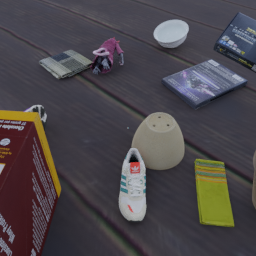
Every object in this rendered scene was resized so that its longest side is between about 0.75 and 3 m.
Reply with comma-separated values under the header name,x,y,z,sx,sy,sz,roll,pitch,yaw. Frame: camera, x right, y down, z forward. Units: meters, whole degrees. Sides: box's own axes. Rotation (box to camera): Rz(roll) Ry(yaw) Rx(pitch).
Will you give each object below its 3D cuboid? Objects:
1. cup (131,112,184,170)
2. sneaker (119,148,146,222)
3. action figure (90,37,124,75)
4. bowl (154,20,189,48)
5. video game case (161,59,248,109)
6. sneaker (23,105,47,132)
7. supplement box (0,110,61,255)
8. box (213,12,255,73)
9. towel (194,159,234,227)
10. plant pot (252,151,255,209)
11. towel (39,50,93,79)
name,x,y,z,sx,sy,sz,roll,pitch,yaw
cup,0.888,0.225,7.954,1.571,1.124,1.571,0,44,0
sneaker,0.112,1.340,6.981,0.670,0.890,1.904,1,44,0
action figure,-0.891,-3.071,11.193,1.288,1.432,1.923,11,59,19
bowl,1.955,-4.076,12.499,1.524,0.685,1.524,-8,55,12
video game case,2.881,-1.747,10.585,2.646,0.251,1.890,-25,50,-22
sneaker,-3.534,0.178,8.068,1.156,1.118,2.772,22,49,28
supplement box,-2.759,1.541,5.466,1.840,2.734,2.772,3,45,3
box,3.608,-2.499,8.273,1.678,0.428,1.323,35,77,14
towel,2.194,1.600,7.237,0.817,0.171,1.899,3,45,5
plant pot,3.702,1.311,6.389,1.992,1.728,1.992,1,43,-1
towel,-2.516,-2.619,11.504,1.633,0.293,1.696,-31,50,-32
